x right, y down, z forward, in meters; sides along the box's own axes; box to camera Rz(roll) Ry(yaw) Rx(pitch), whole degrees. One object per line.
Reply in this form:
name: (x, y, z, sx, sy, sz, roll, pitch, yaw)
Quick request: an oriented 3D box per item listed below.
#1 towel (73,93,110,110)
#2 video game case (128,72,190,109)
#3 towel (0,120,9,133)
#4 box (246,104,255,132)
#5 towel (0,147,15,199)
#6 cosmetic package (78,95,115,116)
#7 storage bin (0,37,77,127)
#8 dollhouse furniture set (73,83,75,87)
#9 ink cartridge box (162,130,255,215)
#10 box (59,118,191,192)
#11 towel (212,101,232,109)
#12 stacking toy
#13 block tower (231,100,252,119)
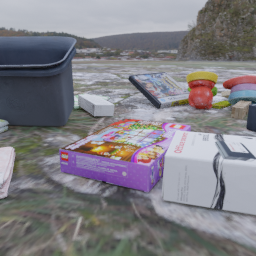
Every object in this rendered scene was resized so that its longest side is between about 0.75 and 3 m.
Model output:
towel: (-1.780, -1.025, 10.581, 1.450, 0.222, 1.900, 13, 21, 36)
video game case: (1.294, -1.503, 10.693, 1.824, 0.257, 2.019, -13, 45, -32)
towel: (-3.734, 0.018, 6.827, 1.065, 0.300, 1.245, 5, 17, 19)
box: (3.787, -0.209, 6.931, 1.104, 0.696, 1.123, -9, 18, -23)
towel: (-2.775, 0.722, 4.423, 1.764, 0.284, 1.685, -4, 16, -18)
cosmetic package: (-1.077, -0.748, 9.123, 0.662, 0.406, 1.604, -4, 18, -27)
storage bin: (-2.794, -1.239, 7.561, 2.953, 1.983, 2.149, 2, 37, 5)
dollhouse furniture set: (-3.340, -1.005, 9.790, 2.260, 1.841, 2.149, 24, 35, -5)
ink cartridge box: (1.441, 0.591, 4.060, 1.715, 0.722, 1.240, 5, 17, 16)
box: (0.099, 0.346, 5.352, 1.627, 0.465, 2.378, 8, 18, 25)
towel: (3.427, -0.887, 10.288, 0.576, 0.121, 1.339, 16, 22, 42)
stacking toy: (3.373, -1.064, 10.248, 2.715, 1.147, 2.458, 4, -9, 4)
block tower: (3.600, -0.603, 8.867, 0.350, 0.375, 1.296, 11, 18, 32)
